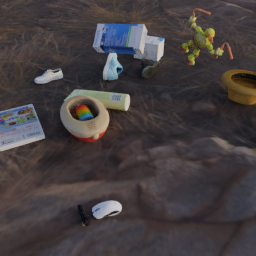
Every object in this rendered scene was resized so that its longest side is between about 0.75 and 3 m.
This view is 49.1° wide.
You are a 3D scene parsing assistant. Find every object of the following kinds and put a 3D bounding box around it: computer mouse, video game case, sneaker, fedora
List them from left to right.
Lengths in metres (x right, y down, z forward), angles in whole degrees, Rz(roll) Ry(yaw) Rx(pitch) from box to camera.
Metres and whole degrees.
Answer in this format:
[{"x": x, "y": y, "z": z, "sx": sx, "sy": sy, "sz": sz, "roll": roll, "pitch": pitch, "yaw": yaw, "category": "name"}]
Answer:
[{"x": -4.361, "y": -0.100, "z": 11.060, "sx": 1.644, "sy": 0.207, "sz": 2.296, "roll": -18, "pitch": 43, "yaw": -19, "category": "video game case"}, {"x": -3.952, "y": -2.616, "z": 13.874, "sx": 1.430, "sy": 0.506, "sz": 0.522, "roll": -23, "pitch": 45, "yaw": -26, "category": "sneaker"}, {"x": -0.791, "y": 2.338, "z": 8.041, "sx": 1.254, "sy": 0.275, "sz": 0.688, "roll": -13, "pitch": 40, "yaw": -16, "category": "computer mouse"}, {"x": -0.678, "y": -3.115, "z": 14.361, "sx": 0.875, "sy": 0.790, "sz": 2.137, "roll": 9, "pitch": 50, "yaw": 2, "category": "sneaker"}, {"x": 0.893, "y": -3.076, "z": 14.360, "sx": 0.964, "sy": 0.643, "sz": 1.683, "roll": 18, "pitch": 40, "yaw": 23, "category": "sneaker"}, {"x": 5.233, "y": -1.710, "z": 12.396, "sx": 2.443, "sy": 0.996, "sz": 2.443, "roll": 5, "pitch": 37, "yaw": -4, "category": "fedora"}]

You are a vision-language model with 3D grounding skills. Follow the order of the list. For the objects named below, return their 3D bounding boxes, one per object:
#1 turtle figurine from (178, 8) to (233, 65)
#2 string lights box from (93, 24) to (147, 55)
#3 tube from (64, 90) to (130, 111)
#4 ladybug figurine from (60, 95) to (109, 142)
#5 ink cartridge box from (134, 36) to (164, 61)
[{"x": 2.851, "y": -3.243, "z": 10.976, "sx": 0.760, "sy": 1.903, "sz": 2.359, "roll": -37, "pitch": 88, "yaw": -30, "category": "turtle figurine"}, {"x": -0.321, "y": -3.543, "z": 11.130, "sx": 1.981, "sy": 0.584, "sz": 1.018, "roll": 8, "pitch": 82, "yaw": 19, "category": "string lights box"}, {"x": -1.308, "y": -1.269, "z": 12.189, "sx": 2.753, "sy": 0.715, "sz": 0.799, "roll": 9, "pitch": -5, "yaw": 14, "category": "tube"}, {"x": -1.644, "y": -0.319, "z": 10.746, "sx": 1.751, "sy": 0.928, "sz": 2.579, "roll": -14, "pitch": 41, "yaw": -16, "category": "ladybug figurine"}, {"x": 1.163, "y": -4.472, "z": 15.704, "sx": 1.438, "sy": 1.040, "sz": 1.058, "roll": 16, "pitch": 42, "yaw": 18, "category": "ink cartridge box"}]
